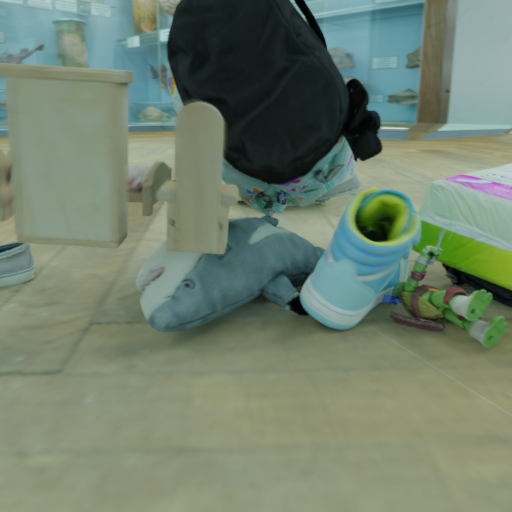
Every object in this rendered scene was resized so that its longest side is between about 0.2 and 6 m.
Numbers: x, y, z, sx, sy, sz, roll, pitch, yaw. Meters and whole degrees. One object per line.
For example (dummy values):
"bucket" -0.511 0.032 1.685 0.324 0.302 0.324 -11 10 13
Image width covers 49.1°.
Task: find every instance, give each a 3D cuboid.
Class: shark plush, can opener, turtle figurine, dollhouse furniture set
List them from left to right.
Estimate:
"dollhouse furniture set" -1.530 -1.333 6.508 2.802 1.604 3.286 4 18 0
"shark plush" 0.110 0.369 6.968 3.546 1.611 1.477 13 26 -40
"turtle figurine" 2.189 0.346 6.144 1.342 0.966 1.301 -12 20 -19
"can opener" 2.890 0.290 7.273 0.395 0.489 1.245 41 4 -29

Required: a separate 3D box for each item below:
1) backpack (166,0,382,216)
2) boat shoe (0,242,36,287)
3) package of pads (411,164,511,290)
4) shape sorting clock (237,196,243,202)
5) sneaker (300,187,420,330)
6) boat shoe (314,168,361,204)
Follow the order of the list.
"backpack" 0.203 -1.876 7.500 2.141 2.822 3.382 -27 -10 8
"boat shoe" -3.884 0.132 7.424 1.815 0.646 0.633 -12 21 -36
"package of pads" 4.112 -0.211 6.922 2.639 1.165 3.416 -15 31 -40
"shape sorting clock" 0.808 -2.162 13.283 3.253 0.638 3.253 -22 15 6
"sneaker" 1.532 -0.208 6.630 0.944 1.550 2.374 34 35 14
"boat shoe" 1.500 -1.500 12.852 1.924 0.685 0.671 -14 40 38
